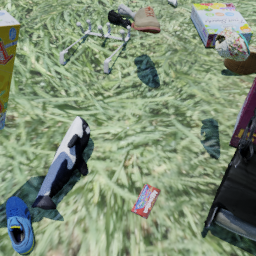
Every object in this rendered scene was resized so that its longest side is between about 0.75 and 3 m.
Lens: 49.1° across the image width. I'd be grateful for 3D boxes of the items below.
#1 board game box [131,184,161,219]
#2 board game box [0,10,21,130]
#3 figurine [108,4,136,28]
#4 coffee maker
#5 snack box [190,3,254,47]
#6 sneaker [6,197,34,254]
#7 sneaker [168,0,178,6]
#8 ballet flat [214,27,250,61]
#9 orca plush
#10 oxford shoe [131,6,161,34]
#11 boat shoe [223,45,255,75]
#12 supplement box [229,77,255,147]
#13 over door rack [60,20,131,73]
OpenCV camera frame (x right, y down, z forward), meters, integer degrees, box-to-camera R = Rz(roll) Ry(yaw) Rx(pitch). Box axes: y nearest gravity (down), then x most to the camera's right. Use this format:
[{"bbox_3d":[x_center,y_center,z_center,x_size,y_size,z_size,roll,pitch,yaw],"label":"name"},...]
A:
[{"bbox_3d":[0.453,1.797,6.930,0.431,0.081,0.837,21,52,17],"label":"board game box"},{"bbox_3d":[-2.607,-0.600,4.338,0.399,2.331,1.567,42,41,14],"label":"board game box"},{"bbox_3d":[-0.096,-5.032,12.701,1.194,0.527,1.223,33,56,16],"label":"figurine"},{"bbox_3d":[3.276,1.484,5.420,2.861,2.748,1.927,23,55,19],"label":"coffee maker"},{"bbox_3d":[3.929,-4.478,12.010,1.860,0.693,2.616,-4,49,-3],"label":"snack box"},{"bbox_3d":[-2.498,2.093,6.354,0.485,0.576,1.470,-21,51,-15],"label":"sneaker"},{"bbox_3d":[2.206,-6.252,13.864,0.423,0.362,0.972,-13,42,5],"label":"sneaker"},{"bbox_3d":[2.176,-1.739,5.986,0.551,0.652,1.725,-21,19,21],"label":"ballet flat"},{"bbox_3d":[-1.380,0.938,7.126,0.940,1.391,2.643,31,39,-17],"label":"orca plush"},{"bbox_3d":[0.569,-3.499,8.969,0.743,0.789,2.109,5,24,-18],"label":"oxford shoe"},{"bbox_3d":[4.592,-2.543,10.257,2.569,0.942,0.805,0,44,-14],"label":"boat shoe"},{"bbox_3d":[3.902,-0.483,7.267,1.675,2.559,1.320,21,52,17],"label":"supplement box"},{"bbox_3d":[-1.204,-3.394,10.945,2.005,0.904,2.714,14,50,13],"label":"over door rack"}]
